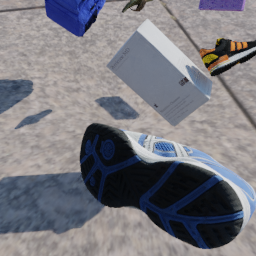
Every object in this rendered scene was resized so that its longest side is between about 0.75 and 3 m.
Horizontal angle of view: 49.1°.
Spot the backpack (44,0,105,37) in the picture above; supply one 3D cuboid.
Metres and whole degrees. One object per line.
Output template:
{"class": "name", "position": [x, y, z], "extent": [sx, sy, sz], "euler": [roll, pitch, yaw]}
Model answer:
{"class": "backpack", "position": [-1.504, -4.203, 8.975], "extent": [1.542, 1.593, 1.898], "euler": [35, 72, -8]}

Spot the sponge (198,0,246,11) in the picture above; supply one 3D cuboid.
{"class": "sponge", "position": [2.920, -4.036, 8.643], "extent": [1.386, 0.773, 0.207], "euler": [17, 14, 32]}

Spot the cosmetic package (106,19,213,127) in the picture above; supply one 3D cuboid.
{"class": "cosmetic package", "position": [0.740, -1.221, 6.384], "extent": [2.151, 1.214, 0.873], "euler": [38, 40, -11]}

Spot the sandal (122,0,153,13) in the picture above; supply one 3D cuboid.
{"class": "sandal", "position": [0.388, -3.665, 8.264], "extent": [1.248, 0.356, 0.495], "euler": [-27, 7, -15]}

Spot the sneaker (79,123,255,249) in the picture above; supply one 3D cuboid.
{"class": "sneaker", "position": [0.350, 0.676, 4.012], "extent": [1.129, 1.109, 2.930], "euler": [4, 15, -46]}

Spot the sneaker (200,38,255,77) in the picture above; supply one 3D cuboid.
{"class": "sneaker", "position": [2.291, -1.741, 6.106], "extent": [1.584, 0.554, 0.713], "euler": [-27, 80, -16]}
